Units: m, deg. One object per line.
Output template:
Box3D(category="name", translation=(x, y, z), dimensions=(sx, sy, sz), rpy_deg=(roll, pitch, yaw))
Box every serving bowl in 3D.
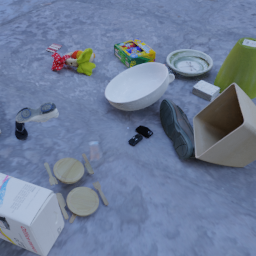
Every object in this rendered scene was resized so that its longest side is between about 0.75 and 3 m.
Box3D(category="serving bowl", translation=(0.491, -1.701, 12.409), dimensions=(2.944, 0.968, 2.944), rpy_deg=(-17, 37, 14))

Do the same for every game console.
Box3D(category="game console", translation=(0.440, 0.307, 11.192), dimensions=(0.667, 0.136, 1.131), rpy_deg=(31, 52, 31))

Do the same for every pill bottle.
Box3D(category="pill bottle", translation=(1.912, -2.779, 14.108), dimensions=(0.565, 0.565, 1.064), rpy_deg=(-9, 46, -10))

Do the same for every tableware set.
Box3D(category="tableware set", translation=(-1.764, 1.971, 9.305), dimensions=(1.520, 0.461, 2.299), rpy_deg=(-11, 50, -28))

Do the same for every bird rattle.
Box3D(category="bird rattle", translation=(-2.775, -3.548, 14.809), dimensions=(2.416, 1.361, 1.970), rpy_deg=(2, 31, 21))

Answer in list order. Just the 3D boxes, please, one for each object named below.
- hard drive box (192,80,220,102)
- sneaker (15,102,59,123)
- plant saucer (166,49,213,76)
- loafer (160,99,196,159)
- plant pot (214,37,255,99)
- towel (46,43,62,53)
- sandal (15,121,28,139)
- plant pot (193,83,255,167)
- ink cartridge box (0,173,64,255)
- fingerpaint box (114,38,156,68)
Box3D(category="hard drive box", translation=(3.661, -1.760, 13.180), dimensions=(1.008, 0.387, 0.785), rpy_deg=(32, 52, 29))
Box3D(category="sneaker", translation=(-3.082, -0.391, 9.538), dimensions=(1.510, 0.658, 0.563), rpy_deg=(-10, 58, 7))
Box3D(category="plant saucer", translation=(3.173, -3.283, 14.604), dimensions=(2.387, 0.599, 2.387), rpy_deg=(0, 44, 0))
Box3D(category="loafer", translation=(2.077, 0.027, 11.060), dimensions=(0.919, 1.050, 2.923), rpy_deg=(3, 46, -23))
Box3D(category="plant pot", translation=(5.306, -2.846, 12.908), dimensions=(2.181, 2.331, 2.181), rpy_deg=(0, 44, 0))
Box3D(category="towel", translation=(-4.337, -4.686, 16.428), dimensions=(0.611, 0.096, 0.848), rpy_deg=(19, 49, 16))
Box3D(category="sandal", translation=(-4.416, 0.006, 11.441), dimensions=(0.478, 0.269, 1.257), rpy_deg=(-17, 47, -17))
Box3D(category="plant pot", translation=(3.776, 0.158, 9.904), dimensions=(1.905, 2.152, 2.150), rpy_deg=(29, 41, -18))
Box3D(category="ink cartridge box", translation=(-3.318, 2.302, 7.856), dimensions=(2.643, 1.950, 1.131), rpy_deg=(15, 46, 16))
Box3D(category="fingerpaint box", translation=(0.358, -4.102, 15.382), dimensions=(1.589, 0.699, 1.905), rpy_deg=(-20, 48, -20))
